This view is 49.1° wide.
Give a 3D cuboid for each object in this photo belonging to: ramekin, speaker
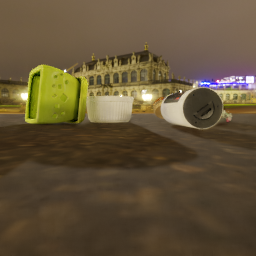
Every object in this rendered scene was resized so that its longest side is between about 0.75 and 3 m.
[{"bbox_3d":[-0.717,-0.725,10.947,1.877,0.985,1.877,0,4,0],"label":"ramekin"},{"bbox_3d":[1.658,-0.537,7.777,1.024,1.024,2.522,0,4,-5],"label":"speaker"}]

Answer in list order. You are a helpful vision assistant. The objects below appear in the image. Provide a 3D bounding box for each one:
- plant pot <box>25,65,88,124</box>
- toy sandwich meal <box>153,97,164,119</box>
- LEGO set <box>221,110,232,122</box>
[{"bbox_3d":[-2.396,-1.003,9.491,1.665,1.835,1.826,5,0,-31],"label":"plant pot"},{"bbox_3d":[1.271,-0.669,9.651,0.923,0.316,0.923,5,-39,4],"label":"toy sandwich meal"},{"bbox_3d":[3.486,-0.435,11.372,0.771,0.624,1.676,34,-4,-3],"label":"LEGO set"}]
